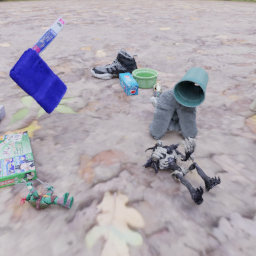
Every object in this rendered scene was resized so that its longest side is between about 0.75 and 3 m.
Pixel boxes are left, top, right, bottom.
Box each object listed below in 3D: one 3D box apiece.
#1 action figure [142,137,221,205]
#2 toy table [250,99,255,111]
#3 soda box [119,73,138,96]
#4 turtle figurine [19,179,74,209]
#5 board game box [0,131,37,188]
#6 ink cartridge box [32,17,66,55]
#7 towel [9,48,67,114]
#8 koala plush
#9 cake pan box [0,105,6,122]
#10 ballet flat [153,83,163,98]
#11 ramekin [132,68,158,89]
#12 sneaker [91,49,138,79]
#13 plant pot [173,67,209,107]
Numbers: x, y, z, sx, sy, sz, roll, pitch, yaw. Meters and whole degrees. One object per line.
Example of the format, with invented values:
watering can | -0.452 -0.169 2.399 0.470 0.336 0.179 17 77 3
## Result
action figure | 1.506 0.986 8.670 1.629 1.399 2.741 -26 42 -24
toy table | 6.691 -1.599 11.998 1.689 2.651 2.884 16 32 -5
soda box | 0.023 -2.315 14.693 0.591 0.559 1.743 -8 33 -13
turtle figurine | -2.349 1.896 7.829 1.522 0.766 1.139 9 -8 12
board game box | -4.143 1.019 9.530 1.716 0.371 2.550 -13 34 -18
ink cartridge box | -3.064 -3.481 10.714 1.140 0.401 1.911 -33 31 27
towel | -2.928 -1.597 9.476 0.480 1.939 1.432 -11 46 33
koala plush | 1.788 -0.795 11.287 1.898 1.967 2.140 1 20 2
cake pan box | -6.381 -0.376 11.646 2.003 0.524 1.844 1 34 2
ballet flat | 1.536 -2.004 14.275 0.511 0.511 1.420 1 32 2
ramekin | 0.925 -2.664 15.139 1.380 0.674 1.380 0 32 0
sneaker | -0.743 -3.628 15.817 2.790 1.588 1.053 4 32 7
plant pot | 2.275 -1.489 9.742 1.118 1.118 1.095 15 47 22
